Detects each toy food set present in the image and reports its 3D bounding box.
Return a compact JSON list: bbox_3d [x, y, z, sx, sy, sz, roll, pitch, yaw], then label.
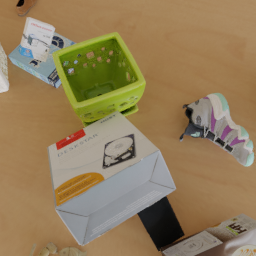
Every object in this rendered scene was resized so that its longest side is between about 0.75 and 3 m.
[{"bbox_3d":[-1.754,3.304,6.869,1.348,0.212,0.857,14,66,-2],"label":"toy food set"}]

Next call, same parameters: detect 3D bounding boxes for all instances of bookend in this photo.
[{"bbox_3d":[0.470,1.824,7.092,0.774,1.670,1.681,-29,24,-7],"label":"bookend"}]

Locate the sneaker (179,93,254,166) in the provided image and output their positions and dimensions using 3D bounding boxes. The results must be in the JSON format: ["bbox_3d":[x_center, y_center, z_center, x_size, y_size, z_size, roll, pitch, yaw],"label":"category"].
[{"bbox_3d":[2.312,0.200,7.988,1.685,0.936,2.408,-17,57,-6],"label":"sneaker"}]

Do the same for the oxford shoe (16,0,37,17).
[{"bbox_3d":[-3.800,-4.811,10.540,0.464,0.463,1.300,14,64,8],"label":"oxford shoe"}]

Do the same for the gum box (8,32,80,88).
[{"bbox_3d":[-2.697,-2.450,9.435,1.929,0.430,1.639,29,68,13],"label":"gum box"}]

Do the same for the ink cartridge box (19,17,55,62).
[{"bbox_3d":[-2.466,-2.380,7.574,0.705,0.963,0.414,11,22,-30],"label":"ink cartridge box"}]

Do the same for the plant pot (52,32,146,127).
[{"bbox_3d":[-0.794,-1.209,8.075,2.001,1.825,2.011,-21,66,-9],"label":"plant pot"}]

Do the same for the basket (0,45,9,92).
[{"bbox_3d":[-5.050,-1.993,8.553,2.372,1.608,1.463,-8,61,-6],"label":"basket"}]

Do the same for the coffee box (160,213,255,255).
[{"bbox_3d":[2.019,3.028,6.343,2.242,0.894,1.282,-18,94,-9],"label":"coffee box"}]

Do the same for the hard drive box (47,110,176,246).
[{"bbox_3d":[-0.593,0.897,6.544,2.221,1.094,2.849,-29,25,-8],"label":"hard drive box"}]
